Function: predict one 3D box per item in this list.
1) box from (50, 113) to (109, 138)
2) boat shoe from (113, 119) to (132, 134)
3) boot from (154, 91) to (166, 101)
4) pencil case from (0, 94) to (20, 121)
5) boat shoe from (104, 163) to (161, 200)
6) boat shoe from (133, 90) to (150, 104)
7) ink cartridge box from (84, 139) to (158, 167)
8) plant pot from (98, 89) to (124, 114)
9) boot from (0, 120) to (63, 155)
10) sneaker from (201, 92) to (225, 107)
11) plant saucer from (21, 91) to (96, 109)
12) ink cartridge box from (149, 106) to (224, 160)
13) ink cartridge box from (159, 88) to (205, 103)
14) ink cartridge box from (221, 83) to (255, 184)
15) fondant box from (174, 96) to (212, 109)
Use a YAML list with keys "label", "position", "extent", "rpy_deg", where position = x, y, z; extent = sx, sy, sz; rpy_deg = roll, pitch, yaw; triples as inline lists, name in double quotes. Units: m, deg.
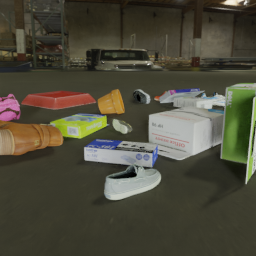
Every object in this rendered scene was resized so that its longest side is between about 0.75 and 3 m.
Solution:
- label: "box"
  position: [-1.361, -0.115, 8.270]
  extent: [1.010, 0.395, 1.656]
  rpy_deg: [6, 16, 24]
- label: "boat shoe"
  position: [-0.177, -0.056, 8.246]
  extent: [0.257, 0.307, 0.858]
  rpy_deg: [-8, 22, -28]
- label: "boot"
  position: [1.762, -1.580, 13.922]
  extent: [0.967, 0.518, 0.363]
  rpy_deg: [6, 17, 28]
- label: "pencil case"
  position: [-4.584, -0.554, 8.825]
  extent: [2.270, 1.030, 1.063]
  rpy_deg: [-14, -17, -37]
- label: "boat shoe"
  position: [0.113, 0.801, 4.539]
  extent: [1.145, 0.408, 0.400]
  rpy_deg: [-12, 18, -40]
- label: "boat shoe"
  position: [0.531, -1.536, 13.662]
  extent: [0.468, 0.567, 1.652]
  rpy_deg: [-6, 17, -21]
- label: "ink cartridge box"
  position: [-0.132, 0.508, 5.909]
  extent: [1.431, 0.316, 0.673]
  rpy_deg: [4, 14, 15]
- label: "plant pot"
  position: [-0.668, -0.930, 10.728]
  extent: [0.849, 0.927, 0.927]
  rpy_deg: [-15, 13, 7]
- label: "boot"
  position: [-2.611, 0.136, 6.678]
  extent: [1.671, 0.796, 2.160]
  rpy_deg: [-5, 21, -31]
- label: "sneaker"
  position: [4.104, -1.250, 12.361]
  extent: [1.755, 0.636, 0.631]
  rpy_deg: [2, 13, 3]
- label: "plant saucer"
  position: [-3.267, -1.396, 13.288]
  extent: [2.555, 0.470, 2.560]
  rpy_deg: [10, 18, 36]
- label: "ink cartridge box"
  position: [1.441, 0.026, 6.928]
  extent: [1.321, 0.761, 2.280]
  rpy_deg: [13, 19, 43]
- label: "ink cartridge box"
  position: [2.449, -1.554, 12.913]
  extent: [1.545, 0.341, 1.573]
  rpy_deg: [-6, -10, -19]
- label: "ink cartridge box"
  position: [2.254, -0.036, 5.536]
  extent: [0.791, 1.542, 2.087]
  rpy_deg: [9, 17, 33]
- label: "fondant box"
  position: [2.800, -1.084, 12.148]
  extent: [0.985, 0.398, 1.366]
  rpy_deg: [-9, 18, -32]
